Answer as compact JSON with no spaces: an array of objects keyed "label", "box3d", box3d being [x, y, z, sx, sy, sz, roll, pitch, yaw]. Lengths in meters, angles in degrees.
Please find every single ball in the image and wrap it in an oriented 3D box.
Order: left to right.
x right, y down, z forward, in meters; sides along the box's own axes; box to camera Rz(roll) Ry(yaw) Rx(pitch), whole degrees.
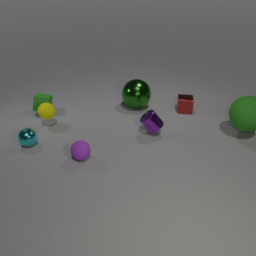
[{"label":"ball","box3d":[-3.776,0.354,10.529,0.700,0.700,0.700,0,29,0]},{"label":"ball","box3d":[-3.379,-0.693,11.611,0.700,0.700,0.700,0,29,0]},{"label":"ball","box3d":[-1.649,0.775,9.741,0.700,0.700,0.700,0,29,0]},{"label":"ball","box3d":[0.400,-1.611,13.267,1.400,1.400,1.400,0,29,0]},{"label":"ball","box3d":[4.645,-0.554,10.839,1.400,1.400,1.400,0,29,0]}]

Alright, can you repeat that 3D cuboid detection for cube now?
[{"label":"cube","box3d":[-3.871,-1.147,12.729,0.700,0.700,0.700,9,17,-7]},{"label":"cube","box3d":[2.671,-1.122,13.110,0.700,0.700,0.700,4,30,7]}]

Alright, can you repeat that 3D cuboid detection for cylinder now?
[{"label":"cylinder","box3d":[0.945,-0.249,11.136,0.700,0.700,0.700,-36,22,17]}]
